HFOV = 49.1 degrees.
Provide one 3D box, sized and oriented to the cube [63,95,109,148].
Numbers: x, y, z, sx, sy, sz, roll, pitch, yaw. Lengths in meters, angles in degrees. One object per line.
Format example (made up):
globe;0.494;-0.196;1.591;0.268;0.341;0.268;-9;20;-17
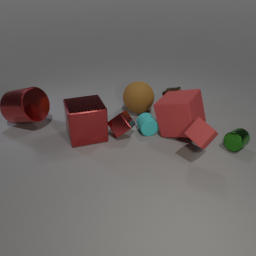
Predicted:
cube;-1.604;-0.299;10.621;1.400;1.400;1.400;-10;31;-16

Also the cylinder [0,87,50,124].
cylinder;-4.157;-0.897;11.338;1.400;1.400;1.400;-3;25;33

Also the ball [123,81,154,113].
ball;0.471;-1.372;12.460;1.400;1.400;1.400;0;30;0

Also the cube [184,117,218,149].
cube;2.357;0.178;8.980;0.700;0.700;0.700;45;11;25

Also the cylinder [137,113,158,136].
cylinder;0.760;-0.146;11.065;0.700;0.700;0.700;-7;30;-12

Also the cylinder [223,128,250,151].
cylinder;3.885;0.410;10.000;0.700;0.700;0.700;25;29;36

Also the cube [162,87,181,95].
cube;2.117;-1.488;13.264;0.700;0.700;0.700;-1;25;32

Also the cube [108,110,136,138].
cube;-0.245;-0.166;10.697;0.700;0.700;0.700;-34;2;21

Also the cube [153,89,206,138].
cube;2.012;-0.564;10.727;1.400;1.400;1.400;0;27;34
